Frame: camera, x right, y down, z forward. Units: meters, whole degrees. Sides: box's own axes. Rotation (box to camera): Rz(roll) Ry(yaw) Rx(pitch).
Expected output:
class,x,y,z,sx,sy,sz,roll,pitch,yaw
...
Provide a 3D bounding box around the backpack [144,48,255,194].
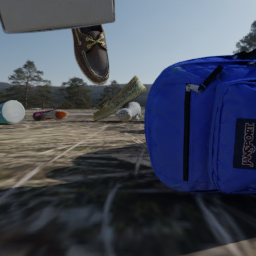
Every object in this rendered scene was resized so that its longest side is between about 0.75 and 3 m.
class,x,y,z,sx,sy,sz,roll,pitch,yaw
backpack,0.690,-0.052,1.836,1.189,0.966,0.998,1,7,8

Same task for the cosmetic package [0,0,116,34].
class,x,y,z,sx,sy,sz,roll,pitch,yaw
cosmetic package,-1.050,-2.101,3.951,1.341,0.906,2.550,-9,32,-9

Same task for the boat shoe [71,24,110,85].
class,x,y,z,sx,sy,sz,roll,pitch,yaw
boat shoe,-1.052,-2.505,7.774,0.941,2.620,0.780,-12,-9,-22

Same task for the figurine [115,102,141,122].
class,x,y,z,sx,sy,sz,roll,pitch,yaw
figurine,0.500,-0.542,10.109,1.755,0.755,1.712,0,9,14

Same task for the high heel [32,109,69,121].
class,x,y,z,sx,sy,sz,roll,pitch,yaw
high heel,-3.060,-0.551,11.058,1.365,0.460,0.656,-5,17,-21

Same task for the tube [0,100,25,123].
class,x,y,z,sx,sy,sz,roll,pitch,yaw
tube,-4.322,-0.460,9.465,1.061,0.690,2.739,1,-2,-40

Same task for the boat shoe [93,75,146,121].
class,x,y,z,sx,sy,sz,roll,pitch,yaw
boat shoe,-0.434,-1.092,10.645,2.305,0.722,0.845,-34,10,-3
